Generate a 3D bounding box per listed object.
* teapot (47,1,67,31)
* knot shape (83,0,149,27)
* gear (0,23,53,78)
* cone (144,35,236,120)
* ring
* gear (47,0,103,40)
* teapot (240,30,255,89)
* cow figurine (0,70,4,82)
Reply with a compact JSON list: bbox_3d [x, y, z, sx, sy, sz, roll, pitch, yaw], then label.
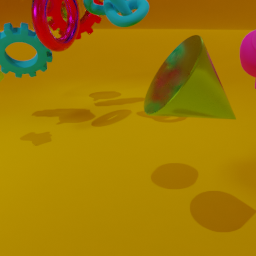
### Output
[{"bbox_3d":[-2.280,-3.952,9.980,1.284,1.011,2.065,-21,-4,30],"label":"teapot"},{"bbox_3d":[-0.386,-3.266,7.461,1.621,0.800,1.732,10,27,-21],"label":"knot shape"},{"bbox_3d":[-3.200,-2.279,8.407,1.778,1.778,0.329,-6,54,-14],"label":"gear"},{"bbox_3d":[0.938,-0.369,3.446,1.078,1.074,1.074,29,15,-17],"label":"cone"},{"bbox_3d":[-1.835,-2.912,7.317,0.357,1.787,1.787,12,24,21],"label":"ring"},{"bbox_3d":[-1.713,-3.814,8.895,1.913,1.913,0.354,-12,42,-29],"label":"gear"},{"bbox_3d":[2.701,-1.458,5.552,1.018,0.802,1.638,15,65,8],"label":"teapot"},{"bbox_3d":[-3.367,-1.356,6.360,1.036,1.020,0.569,3,-13,-6],"label":"cow figurine"}]
